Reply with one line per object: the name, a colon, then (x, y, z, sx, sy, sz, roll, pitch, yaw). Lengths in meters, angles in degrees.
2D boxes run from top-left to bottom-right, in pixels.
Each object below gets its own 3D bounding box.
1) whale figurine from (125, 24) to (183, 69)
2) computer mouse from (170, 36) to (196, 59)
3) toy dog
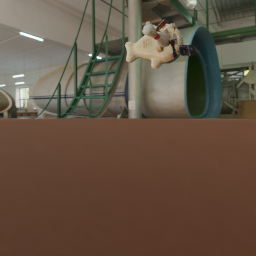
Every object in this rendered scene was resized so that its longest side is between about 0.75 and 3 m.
whale figurine: (1.035, -3.077, 10.858, 2.243, 1.784, 1.164, -10, -12, 21)
computer mouse: (1.534, -2.255, 7.691, 0.194, 0.592, 0.843, -33, 23, -31)
toy dog: (0.959, -2.928, 8.543, 0.985, 0.720, 1.494, -13, -14, 10)
